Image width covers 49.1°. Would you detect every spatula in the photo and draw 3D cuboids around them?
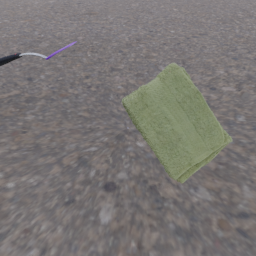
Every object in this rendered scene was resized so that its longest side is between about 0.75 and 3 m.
[{"bbox_3d":[-2.816,-2.035,7.963,2.895,0.297,0.818,-8,25,8],"label":"spatula"}]

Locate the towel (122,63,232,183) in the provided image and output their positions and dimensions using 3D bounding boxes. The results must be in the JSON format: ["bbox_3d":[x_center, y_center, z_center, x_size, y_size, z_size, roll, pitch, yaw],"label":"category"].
[{"bbox_3d":[0.777,-0.074,4.482,1.235,1.665,0.304,-36,4,-8],"label":"towel"}]
